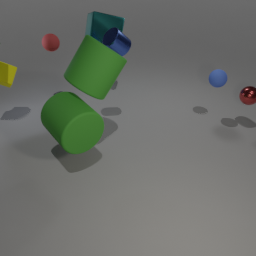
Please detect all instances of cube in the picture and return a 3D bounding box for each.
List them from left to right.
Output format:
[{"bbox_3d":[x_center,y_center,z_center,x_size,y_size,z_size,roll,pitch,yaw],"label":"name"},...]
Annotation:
[{"bbox_3d":[-4.650,-2.005,10.518,0.700,0.700,0.700,18,-11,-26],"label":"cube"},{"bbox_3d":[-1.104,-4.322,12.581,1.400,1.400,1.400,5,16,-20],"label":"cube"}]

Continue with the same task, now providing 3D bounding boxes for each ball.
[{"bbox_3d":[-3.115,-3.446,11.304,0.700,0.700,0.700,0,32,0],"label":"ball"},{"bbox_3d":[3.512,-1.933,10.934,0.700,0.700,0.700,0,32,0],"label":"ball"},{"bbox_3d":[4.471,-1.192,10.314,0.700,0.700,0.700,0,32,0],"label":"ball"}]

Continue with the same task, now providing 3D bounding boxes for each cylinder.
[{"bbox_3d":[-1.654,-0.170,8.320,1.400,1.400,1.400,-23,45,-31],"label":"cylinder"},{"bbox_3d":[-0.969,-1.784,8.322,1.400,1.400,1.400,31,12,-8],"label":"cylinder"},{"bbox_3d":[-0.366,-2.831,9.259,0.700,0.700,0.700,28,8,-45],"label":"cylinder"}]
